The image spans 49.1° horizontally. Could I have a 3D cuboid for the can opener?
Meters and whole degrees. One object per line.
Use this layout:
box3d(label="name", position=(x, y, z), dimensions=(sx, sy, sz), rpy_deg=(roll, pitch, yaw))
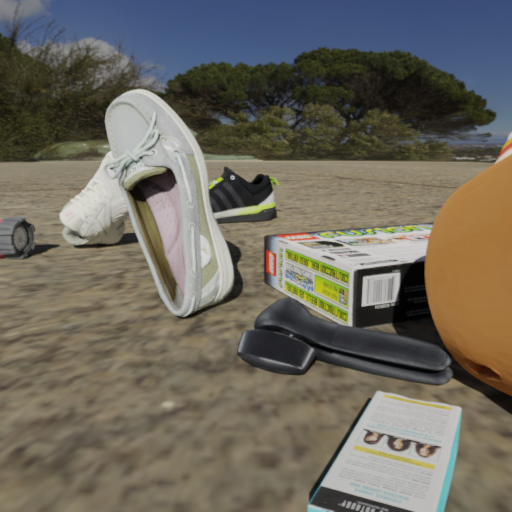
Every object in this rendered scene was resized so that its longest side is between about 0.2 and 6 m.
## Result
box3d(label="can opener", position=(0.713, 0.761, 4.567), dimensions=(1.708, 0.671, 0.541), rpy_deg=(8, -25, 21))

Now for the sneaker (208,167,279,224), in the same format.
box3d(label="sneaker", position=(-0.884, -1.381, 12.558), dimensions=(2.973, 1.231, 1.066), rpy_deg=(-6, 12, -29))

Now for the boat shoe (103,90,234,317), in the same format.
box3d(label="boat shoe", position=(-1.027, -0.598, 6.053), dimensions=(0.934, 2.534, 0.813), rpy_deg=(-18, 1, 27))

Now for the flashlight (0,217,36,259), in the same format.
box3d(label="flashlight", position=(-4.565, -0.316, 8.960), dimensions=(1.993, 0.677, 0.675), rpy_deg=(4, 12, 14))

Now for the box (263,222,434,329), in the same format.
box3d(label="box", position=(2.235, 0.075, 7.084), dimensions=(3.797, 0.659, 2.090), rpy_deg=(-5, 13, -23))

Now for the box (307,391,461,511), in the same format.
box3d(label="box", position=(0.723, 1.137, 2.910), dimensions=(0.525, 0.314, 1.276), rpy_deg=(6, 13, 25))

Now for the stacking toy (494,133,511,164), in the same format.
box3d(label="stacking toy", position=(4.073, -1.404, 8.341), dimensions=(1.292, 1.292, 1.768), rpy_deg=(3, 34, 15))

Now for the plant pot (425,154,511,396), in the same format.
box3d(label="plant pot", position=(2.291, 0.118, 3.635), dimensions=(2.394, 2.394, 1.676), rpy_deg=(-6, -4, -26))

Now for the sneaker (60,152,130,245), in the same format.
box3d(label="sneaker", position=(-2.558, -0.792, 9.010), dimensions=(1.100, 2.213, 0.862), rpy_deg=(-22, 67, -40))
